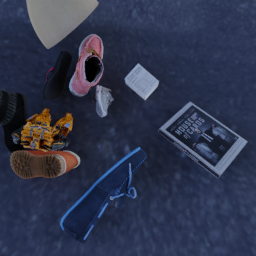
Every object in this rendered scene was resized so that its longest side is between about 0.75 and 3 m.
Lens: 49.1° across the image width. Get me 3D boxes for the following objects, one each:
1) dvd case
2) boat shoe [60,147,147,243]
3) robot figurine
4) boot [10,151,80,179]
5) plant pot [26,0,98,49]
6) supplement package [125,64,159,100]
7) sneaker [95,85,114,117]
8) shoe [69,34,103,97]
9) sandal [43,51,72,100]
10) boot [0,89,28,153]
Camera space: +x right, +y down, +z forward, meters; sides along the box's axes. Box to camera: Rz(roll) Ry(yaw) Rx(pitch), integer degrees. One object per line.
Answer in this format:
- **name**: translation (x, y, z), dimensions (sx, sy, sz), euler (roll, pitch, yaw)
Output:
- **dvd case**: translation (2.178, 0.264, 8.155), dimensions (2.105, 0.260, 1.582), euler (39, 58, 19)
- **boat shoe**: translation (-0.453, 1.750, 7.391), dimensions (0.978, 1.198, 2.848), euler (44, 89, 7)
- **robot figurine**: translation (-2.235, 0.031, 7.659), dimensions (1.463, 2.018, 0.587), euler (11, 108, -1)
- **boot**: translation (-2.352, 0.968, 7.907), dimensions (2.019, 1.083, 0.758), euler (2, 97, 25)
- **plant pot**: translation (-2.275, -3.849, 8.865), dimensions (1.516, 2.259, 2.259), euler (47, 68, -28)
- **supplement package**: translation (0.431, -1.428, 8.763), dimensions (0.849, 0.644, 0.640), euler (42, 88, 5)
- **sneaker**: translation (-0.701, -0.872, 8.642), dimensions (0.560, 0.510, 1.365), euler (2, 44, -11)
- **shoe**: translation (-1.124, -2.161, 8.894), dimensions (0.840, 1.070, 2.352), euler (26, 65, -26)
- **sandal**: translation (-2.336, -1.681, 9.121), dimensions (0.421, 0.701, 1.867), euler (3, 63, 26)
- **boot**: translation (-3.482, -0.166, 7.751), dimensions (0.723, 1.436, 1.921), euler (-3, 90, 17)
